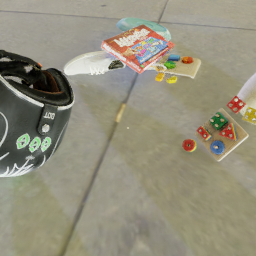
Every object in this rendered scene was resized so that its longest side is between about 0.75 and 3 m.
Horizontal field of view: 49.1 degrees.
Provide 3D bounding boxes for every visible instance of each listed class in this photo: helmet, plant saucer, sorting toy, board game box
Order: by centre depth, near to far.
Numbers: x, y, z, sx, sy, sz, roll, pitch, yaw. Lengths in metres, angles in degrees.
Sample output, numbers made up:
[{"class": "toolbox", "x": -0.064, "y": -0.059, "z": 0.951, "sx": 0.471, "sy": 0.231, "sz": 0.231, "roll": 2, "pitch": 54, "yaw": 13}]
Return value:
[{"class": "helmet", "x": -2.530, "y": -0.223, "z": 5.827, "sx": 2.551, "sy": 2.432, "sz": 2.551, "roll": 34, "pitch": 23, "yaw": -17}, {"class": "sorting toy", "x": 2.042, "y": 0.092, "z": 6.178, "sx": 0.304, "sy": 1.798, "sz": 0.867, "roll": 11, "pitch": 37, "yaw": -54}, {"class": "board game box", "x": 0.464, "y": -2.801, "z": 9.544, "sx": 1.508, "sy": 0.285, "sz": 2.930, "roll": 34, "pitch": 40, "yaw": 8}, {"class": "sorting toy", "x": 1.692, "y": -2.113, "z": 9.746, "sx": 1.387, "sy": 0.249, "sz": 1.861, "roll": 17, "pitch": 44, "yaw": 16}, {"class": "plant saucer", "x": 0.697, "y": -4.202, "z": 11.756, "sx": 2.378, "sy": 0.326, "sz": 2.378, "roll": 11, "pitch": 31, "yaw": -7}]

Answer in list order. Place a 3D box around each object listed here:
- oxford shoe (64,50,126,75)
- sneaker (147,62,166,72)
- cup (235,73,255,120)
[{"class": "oxford shoe", "x": -1.051, "y": -2.089, "z": 9.294, "sx": 2.184, "sy": 0.821, "sz": 0.631, "roll": -13, "pitch": 74, "yaw": 0}, {"class": "sneaker", "x": 0.937, "y": -2.154, "z": 9.541, "sx": 0.762, "sy": 0.288, "sz": 0.334, "roll": 8, "pitch": 55, "yaw": -9}, {"class": "cup", "x": 3.434, "y": -0.741, "z": 7.371, "sx": 0.945, "sy": 1.322, "sz": 1.322, "roll": -31, "pitch": 44, "yaw": 0}]
